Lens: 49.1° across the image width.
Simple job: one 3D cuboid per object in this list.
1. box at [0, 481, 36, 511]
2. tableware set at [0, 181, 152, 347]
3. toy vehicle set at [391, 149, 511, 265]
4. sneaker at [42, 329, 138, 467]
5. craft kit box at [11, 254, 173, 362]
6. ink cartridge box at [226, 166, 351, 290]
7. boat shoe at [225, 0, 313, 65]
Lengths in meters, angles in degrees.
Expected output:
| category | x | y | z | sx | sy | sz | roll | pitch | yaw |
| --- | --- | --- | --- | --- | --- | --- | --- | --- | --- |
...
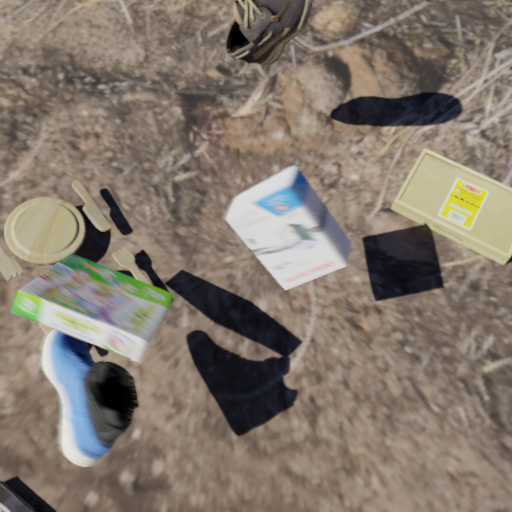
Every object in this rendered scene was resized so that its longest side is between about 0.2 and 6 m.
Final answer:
| category | x | y | z | sx | sy | sz | roll | pitch | yaw |
| --- | --- | --- | --- | --- | --- | --- | --- | --- | --- |
| box | -3.877 | 4.244 | 8.060 | 1.122 | 0.283 | 1.569 | 33 | 70 | 14 |
| tableware set | -3.256 | 0.264 | 9.838 | 1.982 | 0.601 | 2.998 | -31 | 73 | -27 |
| toy vehicle set | 3.891 | -0.967 | 10.561 | 2.291 | 0.304 | 1.423 | 29 | 68 | 13 |
| sneaker | -2.046 | 1.485 | 7.020 | 1.076 | 0.742 | 1.934 | -43 | 49 | 23 |
| craft kit box | -2.121 | 0.644 | 7.651 | 1.680 | 1.701 | 0.413 | 24 | 106 | -4 |
| ink cartridge box | 0.449 | -0.337 | 7.431 | 1.017 | 1.389 | 0.597 | -25 | 26 | 31 |
| boat shoe | 0.116 | -3.517 | 8.219 | 0.888 | 2.421 | 0.902 | -14 | 80 | -18 |
